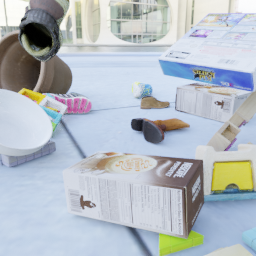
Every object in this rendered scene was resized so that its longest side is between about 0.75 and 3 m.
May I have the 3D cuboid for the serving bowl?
[{"bbox_3d":[-2.597,-0.042,6.112,1.787,0.588,1.787,28,31,-18],"label":"serving bowl"}]

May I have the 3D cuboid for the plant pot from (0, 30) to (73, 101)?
[{"bbox_3d":[-3.707,-2.160,11.516,2.943,2.943,2.566,9,2,25],"label":"plant pot"}]

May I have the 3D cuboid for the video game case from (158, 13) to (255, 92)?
[{"bbox_3d":[2.147,-1.745,6.023,2.043,0.512,2.254,-45,41,-20],"label":"video game case"}]

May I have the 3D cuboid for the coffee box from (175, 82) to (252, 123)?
[{"bbox_3d":[3.027,-0.958,10.001,1.351,0.942,2.362,-15,23,-37],"label":"coffee box"}]

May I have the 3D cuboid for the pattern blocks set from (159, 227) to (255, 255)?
[{"bbox_3d":[0.995,1.789,2.941,2.486,0.202,2.186,-5,19,-15],"label":"pattern blocks set"}]

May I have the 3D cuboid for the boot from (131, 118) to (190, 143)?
[{"bbox_3d":[1.093,0.042,8.035,1.598,0.547,1.504,-1,9,-27],"label":"boot"}]

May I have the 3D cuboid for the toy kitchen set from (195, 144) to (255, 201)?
[{"bbox_3d":[2.366,1.074,3.735,2.270,1.669,2.833,-2,-2,-4],"label":"toy kitchen set"}]

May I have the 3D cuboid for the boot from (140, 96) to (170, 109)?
[{"bbox_3d":[1.088,-1.013,10.952,1.244,0.470,0.458,-5,17,-17],"label":"boot"}]

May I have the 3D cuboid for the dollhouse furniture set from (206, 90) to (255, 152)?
[{"bbox_3d":[2.986,0.604,6.126,2.158,1.408,2.037,40,58,16],"label":"dollhouse furniture set"}]

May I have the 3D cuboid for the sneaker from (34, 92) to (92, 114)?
[{"bbox_3d":[-2.324,-0.916,10.266,2.082,0.768,0.911,1,14,-1],"label":"sneaker"}]

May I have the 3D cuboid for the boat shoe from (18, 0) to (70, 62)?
[{"bbox_3d":[-1.607,-1.655,5.028,0.820,0.754,2.294,26,-17,-17],"label":"boat shoe"}]

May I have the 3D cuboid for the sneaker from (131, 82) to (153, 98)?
[{"bbox_3d":[0.707,-1.825,12.985,0.992,0.715,1.888,-1,18,-4],"label":"sneaker"}]

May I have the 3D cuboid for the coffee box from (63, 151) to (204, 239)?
[{"bbox_3d":[0.113,0.912,4.335,1.911,0.762,1.093,2,14,26],"label":"coffee box"}]

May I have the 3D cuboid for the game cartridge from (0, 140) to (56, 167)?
[{"bbox_3d":[-2.866,0.417,6.902,1.938,0.372,1.257,15,28,39],"label":"game cartridge"}]

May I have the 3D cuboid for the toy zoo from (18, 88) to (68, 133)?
[{"bbox_3d":[-2.811,-0.587,8.669,1.566,0.244,2.387,22,24,-9],"label":"toy zoo"}]
